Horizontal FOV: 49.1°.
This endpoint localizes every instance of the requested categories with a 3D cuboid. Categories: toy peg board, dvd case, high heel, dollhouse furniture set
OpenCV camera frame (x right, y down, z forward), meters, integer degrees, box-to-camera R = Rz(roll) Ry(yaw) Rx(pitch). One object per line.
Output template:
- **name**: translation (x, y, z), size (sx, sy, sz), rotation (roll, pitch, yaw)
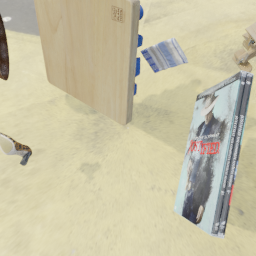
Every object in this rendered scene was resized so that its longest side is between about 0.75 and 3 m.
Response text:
- **toy peg board**: translation (-0.624, -1.930, 6.286), size (2.682, 2.693, 1.317), rotation (30, 48, 27)
- **dvd case**: translation (1.475, 0.449, 5.171), size (0.286, 1.896, 2.598), rotation (15, 83, -6)
- **high heel**: translation (-2.592, 0.366, 6.391), size (0.346, 0.969, 0.690), rotation (-32, 23, 7)
- **dollhouse furniture set**: translation (3.607, -1.996, 6.710), size (1.645, 1.511, 1.071), rotation (-31, 75, 1)

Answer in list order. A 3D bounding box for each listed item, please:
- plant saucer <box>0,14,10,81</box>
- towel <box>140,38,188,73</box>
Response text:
- **plant saucer**: translation (-3.474, -2.180, 7.379), size (0.321, 1.863, 1.863), rotation (-4, 52, -12)
- **towel**: translation (0.924, -1.833, 7.193), size (1.072, 0.787, 0.128), rotation (-10, 42, 40)
